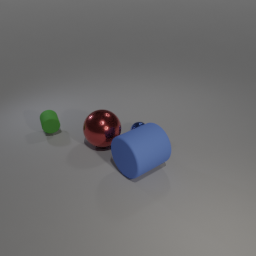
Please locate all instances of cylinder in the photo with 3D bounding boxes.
[{"bbox_3d":[-3.099,-0.257,11.110,0.700,0.700,0.700,-11,38,-19],"label":"cylinder"},{"bbox_3d":[0.408,0.697,8.918,1.400,1.400,1.400,-23,37,-32],"label":"cylinder"}]

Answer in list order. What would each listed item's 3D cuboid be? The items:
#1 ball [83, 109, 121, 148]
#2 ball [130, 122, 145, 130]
[{"bbox_3d":[-0.940,0.018,10.234,1.400,1.400,1.400,0,29,0],"label":"ball"},{"bbox_3d":[0.438,0.106,10.812,0.700,0.700,0.700,0,29,0],"label":"ball"}]
